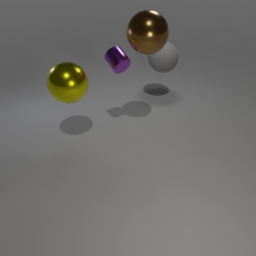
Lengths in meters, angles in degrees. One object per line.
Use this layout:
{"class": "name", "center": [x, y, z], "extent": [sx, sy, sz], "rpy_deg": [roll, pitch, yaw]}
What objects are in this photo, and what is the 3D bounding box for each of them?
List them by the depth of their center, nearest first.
{"class": "ball", "center": [0.649, -3.141, 9.243], "extent": [1.400, 1.400, 1.400], "rpy_deg": [0, 32, 0]}
{"class": "ball", "center": [-2.041, -1.532, 9.512], "extent": [1.400, 1.400, 1.400], "rpy_deg": [0, 32, 0]}
{"class": "cylinder", "center": [-0.366, -2.411, 9.917], "extent": [0.700, 0.700, 0.700], "rpy_deg": [-23, 69, -31]}
{"class": "ball", "center": [1.621, -3.255, 12.894], "extent": [1.400, 1.400, 1.400], "rpy_deg": [0, 32, 0]}
